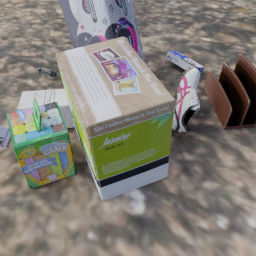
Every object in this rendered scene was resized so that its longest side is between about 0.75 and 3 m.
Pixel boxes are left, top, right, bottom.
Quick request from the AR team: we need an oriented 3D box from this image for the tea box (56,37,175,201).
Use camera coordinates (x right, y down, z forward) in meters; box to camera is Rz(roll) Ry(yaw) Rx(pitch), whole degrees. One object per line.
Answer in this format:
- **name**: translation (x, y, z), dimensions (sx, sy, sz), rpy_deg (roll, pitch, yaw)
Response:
- **tea box**: translation (-0.365, -0.278, 7.119), dimensions (1.908, 2.809, 2.855), rpy_deg (-17, 47, -14)

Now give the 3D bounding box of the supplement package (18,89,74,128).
- **supplement package**: translation (-2.484, -0.574, 8.765), dimensions (1.533, 0.930, 0.918), rpy_deg (-4, 43, -5)

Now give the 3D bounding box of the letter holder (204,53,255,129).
- **letter holder**: translation (3.410, -1.269, 9.037), dimensions (1.080, 1.527, 2.148), rpy_deg (-5, 46, -5)

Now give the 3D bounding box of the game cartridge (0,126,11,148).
- **game cartridge**: translation (-3.555, 0.211, 7.694), dimensions (0.824, 0.158, 0.534), rpy_deg (12, 71, 18)

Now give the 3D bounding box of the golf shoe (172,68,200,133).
- **golf shoe**: translation (1.866, -0.839, 8.623), dimensions (0.980, 0.773, 2.128), rpy_deg (17, 81, 36)

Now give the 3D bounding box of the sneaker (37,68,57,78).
- **sneaker**: translation (-3.101, -2.088, 10.552), dimensions (0.793, 0.458, 0.297), rpy_deg (10, 84, 29)

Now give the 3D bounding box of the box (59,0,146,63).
- **box**: translation (-0.821, -3.337, 9.617), dimensions (1.914, 2.896, 1.661), rpy_deg (0, 24, 35)

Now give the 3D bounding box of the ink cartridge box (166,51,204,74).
- **ink cartridge box**: translation (2.231, -2.572, 11.009), dimensions (0.666, 0.313, 1.417), rpy_deg (-13, 44, -44)

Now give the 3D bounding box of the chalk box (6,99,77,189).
- **chalk box**: translation (-2.195, 0.281, 7.061), dimensions (1.302, 2.103, 1.309), rpy_deg (-16, 46, -16)
